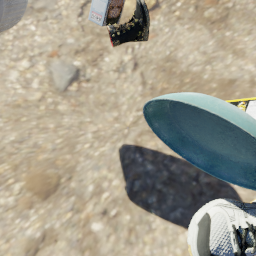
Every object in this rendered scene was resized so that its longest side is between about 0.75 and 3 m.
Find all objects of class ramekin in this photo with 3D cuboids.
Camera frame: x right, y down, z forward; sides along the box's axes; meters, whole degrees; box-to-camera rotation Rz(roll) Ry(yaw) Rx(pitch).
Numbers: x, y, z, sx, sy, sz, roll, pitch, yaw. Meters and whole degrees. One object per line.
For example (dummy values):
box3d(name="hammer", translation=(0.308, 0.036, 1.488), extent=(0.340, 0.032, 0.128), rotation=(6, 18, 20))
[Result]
box3d(name="ramekin", translation=(-2.967, -2.836, 5.468), extent=(2.097, 2.097, 1.101), rotation=(29, 35, 9))

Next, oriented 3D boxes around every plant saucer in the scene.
box3d(name="plant saucer", translation=(1.248, 0.156, 4.100), extent=(2.229, 2.229, 0.401), rotation=(33, 75, 10))

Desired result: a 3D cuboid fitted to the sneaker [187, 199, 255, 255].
box3d(name="sneaker", translation=(2.280, 1.680, 4.797), extent=(2.686, 1.177, 1.016), rotation=(-7, 84, -28))

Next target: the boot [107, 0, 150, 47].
box3d(name="boot", translation=(0.000, -1.952, 5.302), extent=(0.776, 1.030, 0.377), rotation=(-16, 70, -3))

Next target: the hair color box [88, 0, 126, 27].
box3d(name="hair color box", translation=(-0.328, -2.863, 5.784), extent=(0.418, 1.378, 0.682), rotation=(33, 36, 17))

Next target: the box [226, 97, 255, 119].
box3d(name="box", translation=(2.670, 0.144, 4.541), extent=(2.094, 1.672, 0.517), rotation=(23, 90, -3))
